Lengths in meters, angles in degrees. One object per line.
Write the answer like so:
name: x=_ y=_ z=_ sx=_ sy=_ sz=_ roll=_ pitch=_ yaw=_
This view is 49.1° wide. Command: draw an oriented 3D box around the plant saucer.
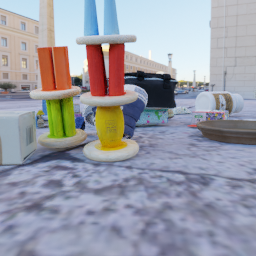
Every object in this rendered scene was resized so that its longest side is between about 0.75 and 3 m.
plant saucer: x=3.063 y=0.072 z=7.252 sx=2.535 sy=0.373 sz=2.535 roll=-1 pitch=7 yaw=0

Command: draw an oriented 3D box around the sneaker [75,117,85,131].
sneaker: x=-1.365 y=0.070 z=7.507 sx=0.359 sy=0.398 sz=1.022 roll=3 pitch=28 yaw=12

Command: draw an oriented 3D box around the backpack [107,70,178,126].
backpack: x=0.285 y=-1.102 z=9.924 sx=2.306 sy=1.956 sz=2.598 roll=-1 pitch=15 yaw=-23

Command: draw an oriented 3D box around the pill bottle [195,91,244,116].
pill bottle: x=4.242 y=-1.089 z=12.862 sx=2.062 sy=1.179 sz=1.179 roll=-4 pitch=9 yaw=-26

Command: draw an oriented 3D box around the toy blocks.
toy blocks: x=-0.910 y=-1.031 z=5.217 sx=2.423 sy=2.907 sz=1.056 roll=10 pitch=20 yaw=35

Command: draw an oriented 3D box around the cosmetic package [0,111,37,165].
cosmetic package: x=-2.921 y=0.139 z=4.924 sx=2.332 sy=0.829 sz=1.227 roll=-1 pitch=8 yaw=-4

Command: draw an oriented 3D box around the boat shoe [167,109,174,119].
boat shoe: x=0.777 y=-0.847 z=11.981 sx=2.453 sy=0.934 sz=0.879 roll=4 pitch=8 yaw=27

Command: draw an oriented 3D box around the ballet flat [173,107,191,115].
ballet flat: x=2.828 y=-0.910 z=14.579 sx=1.205 sy=0.432 sz=0.432 roll=-4 pitch=9 yaw=-33

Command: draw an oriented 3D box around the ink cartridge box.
ink cartridge box: x=2.827 y=-0.344 z=9.772 sx=1.094 sy=0.506 sz=2.008 roll=3 pitch=7 yaw=26

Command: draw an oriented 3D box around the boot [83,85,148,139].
boot: x=-0.545 y=-0.165 z=6.573 sx=0.887 sy=1.101 sz=2.438 roll=31 pitch=-25 yaw=-22

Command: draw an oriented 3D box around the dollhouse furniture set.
dollhouse furniture set: x=-2.368 y=-0.682 z=9.796 sx=1.663 sy=1.149 sz=1.762 roll=-2 pitch=7 yaw=-15
